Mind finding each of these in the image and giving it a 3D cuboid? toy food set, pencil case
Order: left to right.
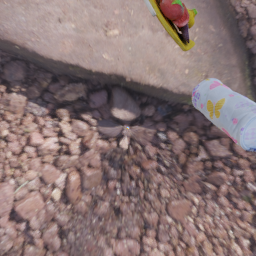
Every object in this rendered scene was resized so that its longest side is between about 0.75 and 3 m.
[{"bbox_3d":[1.069,-2.776,6.339,0.846,2.589,1.523,-31,70,22],"label":"toy food set"},{"bbox_3d":[2.217,-0.368,6.000,0.949,2.093,0.870,5,116,-22],"label":"pencil case"}]
